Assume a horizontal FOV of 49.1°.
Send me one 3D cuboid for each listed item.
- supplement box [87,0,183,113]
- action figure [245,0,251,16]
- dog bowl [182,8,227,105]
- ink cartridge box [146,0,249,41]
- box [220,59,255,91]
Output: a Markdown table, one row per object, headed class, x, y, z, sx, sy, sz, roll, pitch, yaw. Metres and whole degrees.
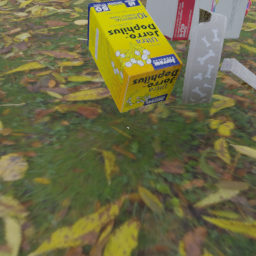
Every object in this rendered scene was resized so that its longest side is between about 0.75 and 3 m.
| class | x | y | z | sx | sy | sz | roll | pitch | yaw |
| --- | --- | --- | --- | --- | --- | --- | --- | --- | --- |
| supplement box | 0.027 | -1.703 | 6.375 | 1.242 | 1.250 | 2.283 | -17 | 63 | -19 |
| action figure | 3.676 | -3.867 | 9.725 | 0.573 | 1.757 | 0.869 | 31 | 61 | 2 |
| dog bowl | 1.655 | -1.485 | 6.088 | 0.609 | 2.077 | 2.077 | 11 | 40 | 13 |
| ink cartridge box | 2.089 | -3.807 | 8.609 | 2.556 | 1.849 | 1.857 | -9 | 32 | -22 |
| box | 2.880 | -1.314 | 7.062 | 1.580 | 0.327 | 0.306 | 15 | 1 | -42 |
